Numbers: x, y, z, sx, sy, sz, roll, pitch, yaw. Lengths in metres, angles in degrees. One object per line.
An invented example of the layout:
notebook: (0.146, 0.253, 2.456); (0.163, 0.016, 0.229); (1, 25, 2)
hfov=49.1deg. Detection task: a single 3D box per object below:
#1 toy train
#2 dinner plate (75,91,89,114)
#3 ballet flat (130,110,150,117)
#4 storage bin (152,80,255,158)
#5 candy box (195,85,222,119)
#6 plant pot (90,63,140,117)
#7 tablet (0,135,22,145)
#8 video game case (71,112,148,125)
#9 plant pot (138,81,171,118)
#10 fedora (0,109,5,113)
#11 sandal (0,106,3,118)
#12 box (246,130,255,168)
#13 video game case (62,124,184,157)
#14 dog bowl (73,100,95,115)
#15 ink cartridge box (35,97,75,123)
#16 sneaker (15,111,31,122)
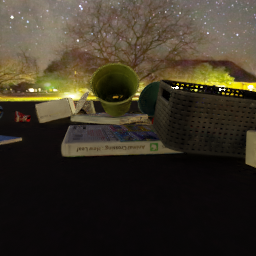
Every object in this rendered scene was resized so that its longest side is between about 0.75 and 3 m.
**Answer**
toy train: (1.271, -0.761, 10.424); (2.475, 1.432, 1.048); (5, 8, 36)
dinner plate: (-1.684, -0.930, 10.008); (0.113, 0.930, 0.930); (31, -4, -20)
ballet flat: (0.888, -0.794, 15.047); (1.606, 0.372, 0.541); (-1, 7, -8)
storage bin: (1.818, -0.219, 5.659); (2.369, 1.110, 1.601); (6, 16, -9)
candy box: (2.011, -0.595, 7.239); (0.728, 0.861, 0.331); (-17, -29, 37)
plant pot: (-0.470, -1.288, 10.823); (1.781, 1.781, 1.692); (0, -24, 1)
tablet: (-3.616, 0.305, 7.229); (1.527, 0.104, 0.994); (3, 8, 32)
video game case: (-0.803, -0.465, 12.665); (2.637, 0.303, 2.403); (4, 8, 31)
plant pot: (1.611, -1.298, 14.394); (1.843, 1.843, 1.235); (5, -14, 34)
fedora: (-5.475, -0.403, 10.867); (1.349, 0.616, 1.349); (-1, 8, 0)
sandal: (-6.706, -0.811, 13.133); (1.143, 1.043, 2.624); (-1, 14, -42)
box: (2.534, 0.420, 4.196); (0.742, 0.608, 1.564); (-1, 7, -9)
video game case: (-0.191, 0.229, 6.962); (2.647, 0.321, 2.908); (-1, 7, -9)
dog bowl: (-3.288, -1.146, 16.076); (2.868, 0.841, 2.868); (0, 8, 0)
ink cartridge box: (-3.220, -0.878, 12.711); (1.466, 0.828, 1.998); (-14, 8, -5)
sneaker: (-4.765, -0.467, 12.689); (0.637, 0.432, 1.103); (6, 16, -26)
